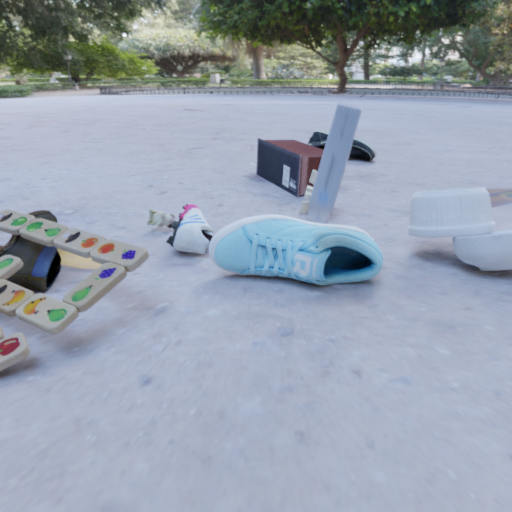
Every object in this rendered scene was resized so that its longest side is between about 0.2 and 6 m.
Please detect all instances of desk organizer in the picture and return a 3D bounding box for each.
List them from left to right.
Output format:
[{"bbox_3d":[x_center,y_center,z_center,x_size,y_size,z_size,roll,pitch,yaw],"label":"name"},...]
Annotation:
[{"bbox_3d":[1.091,-2.542,15.667,1.181,1.100,3.068,-5,21,-20],"label":"desk organizer"}]

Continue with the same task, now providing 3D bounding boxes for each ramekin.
[{"bbox_3d":[3.461,-0.799,9.995,1.480,0.777,1.480,-5,8,1],"label":"ramekin"}]

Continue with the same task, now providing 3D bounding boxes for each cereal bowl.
[{"bbox_3d":[4.094,-0.095,9.391,1.490,0.621,1.490,-6,1,0],"label":"cereal bowl"}]

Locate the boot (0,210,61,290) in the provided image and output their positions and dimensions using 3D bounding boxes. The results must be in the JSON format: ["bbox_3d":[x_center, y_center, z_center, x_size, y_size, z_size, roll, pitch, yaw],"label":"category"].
[{"bbox_3d":[-3.647,-0.061,9.536,1.105,0.852,2.281,11,31,4],"label":"boot"}]

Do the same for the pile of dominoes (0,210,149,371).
[{"bbox_3d":[-3.738,0.208,7.652,3.665,0.584,2.857,14,44,32],"label":"pile of dominoes"}]

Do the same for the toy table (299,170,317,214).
[{"bbox_3d":[1.438,-1.370,12.755,0.657,1.031,1.121,17,7,1],"label":"toy table"}]

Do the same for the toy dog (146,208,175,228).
[{"bbox_3d":[-1.955,-0.735,11.644,0.519,0.362,0.503,10,-12,9],"label":"toy dog"}]

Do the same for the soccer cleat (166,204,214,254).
[{"bbox_3d":[-1.184,-0.468,10.876,0.839,0.679,1.943,20,19,-5],"label":"soccer cleat"}]

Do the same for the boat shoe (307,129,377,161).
[{"bbox_3d":[2.906,-3.617,19.262,2.570,0.923,0.869,22,67,32],"label":"boat shoe"}]

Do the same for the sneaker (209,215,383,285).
[{"bbox_3d":[0.671,-0.059,8.978,2.841,1.050,1.164,-2,16,-5],"label":"sneaker"}]

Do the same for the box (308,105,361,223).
[{"bbox_3d":[1.044,-1.183,7.697,0.343,1.301,1.668,16,0,6],"label":"box"}]
